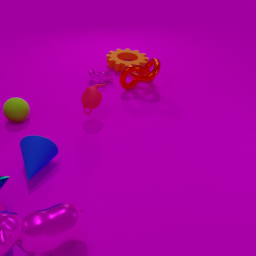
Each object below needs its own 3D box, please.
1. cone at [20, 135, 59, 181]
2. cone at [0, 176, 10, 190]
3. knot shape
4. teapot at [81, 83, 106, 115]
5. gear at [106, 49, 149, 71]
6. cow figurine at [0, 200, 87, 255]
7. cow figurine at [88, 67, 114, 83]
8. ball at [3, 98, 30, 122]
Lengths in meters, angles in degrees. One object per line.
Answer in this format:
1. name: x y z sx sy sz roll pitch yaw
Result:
1. cone: -2.326 0.875 6.931 0.997 0.997 1.000 2 48 2
2. cone: -2.953 1.236 6.013 0.965 0.961 0.961 -24 38 6
3. knot shape: 0.486 -2.020 10.544 1.653 0.764 1.546 -20 4 9
4. teapot: -1.068 -0.939 8.687 0.570 1.164 0.724 20 10 -36
5. gear: -0.025 -2.952 12.195 1.792 0.331 1.792 3 37 -3
6. cow figurine: -1.634 1.765 5.000 1.746 1.718 0.958 -23 46 -17
7. cow figurine: -1.098 -2.074 11.051 0.916 0.503 0.901 -8 27 -35
8. ball: -3.521 -0.566 8.840 0.777 0.777 0.777 0 38 0
